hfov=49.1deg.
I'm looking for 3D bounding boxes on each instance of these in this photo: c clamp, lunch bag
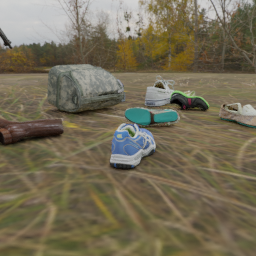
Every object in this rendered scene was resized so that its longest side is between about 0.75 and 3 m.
[{"bbox_3d":[-3.534,-2.778,7.418,0.222,1.637,1.399,-35,10,-14],"label":"c clamp"},{"bbox_3d":[-1.569,-1.446,10.778,2.024,1.682,2.413,29,29,35],"label":"lunch bag"}]

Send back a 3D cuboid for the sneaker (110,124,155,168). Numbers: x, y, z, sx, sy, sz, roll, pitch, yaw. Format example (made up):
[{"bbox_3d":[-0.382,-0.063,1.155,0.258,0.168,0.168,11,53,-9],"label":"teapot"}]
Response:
[{"bbox_3d":[0.157,0.225,5.584,0.669,0.681,1.768,2,12,15],"label":"sneaker"}]

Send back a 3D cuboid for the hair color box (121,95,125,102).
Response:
[{"bbox_3d":[-0.654,-1.599,13.742,0.738,0.452,1.490,-3,13,-13],"label":"hair color box"}]

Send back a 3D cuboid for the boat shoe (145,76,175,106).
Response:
[{"bbox_3d":[1.538,-1.777,12.811,1.057,1.220,2.861,8,15,29],"label":"boat shoe"}]

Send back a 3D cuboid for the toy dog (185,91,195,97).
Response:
[{"bbox_3d":[2.449,-1.163,11.805,0.626,0.870,0.897,42,-6,-25],"label":"toy dog"}]

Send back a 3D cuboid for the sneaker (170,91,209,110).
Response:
[{"bbox_3d":[2.377,-0.936,10.961,1.586,0.665,0.609,18,-25,23],"label":"sneaker"}]

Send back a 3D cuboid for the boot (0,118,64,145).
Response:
[{"bbox_3d":[-2.578,-0.070,7.160,1.588,0.510,1.480,-15,32,-38],"label":"boot"}]

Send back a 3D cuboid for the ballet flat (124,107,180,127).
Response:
[{"bbox_3d":[0.691,-0.267,8.250,1.626,0.615,0.520,5,-16,3],"label":"ballet flat"}]

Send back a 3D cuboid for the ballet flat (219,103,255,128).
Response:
[{"bbox_3d":[3.453,-0.435,8.532,0.606,0.598,1.780,-7,16,-27],"label":"ballet flat"}]
